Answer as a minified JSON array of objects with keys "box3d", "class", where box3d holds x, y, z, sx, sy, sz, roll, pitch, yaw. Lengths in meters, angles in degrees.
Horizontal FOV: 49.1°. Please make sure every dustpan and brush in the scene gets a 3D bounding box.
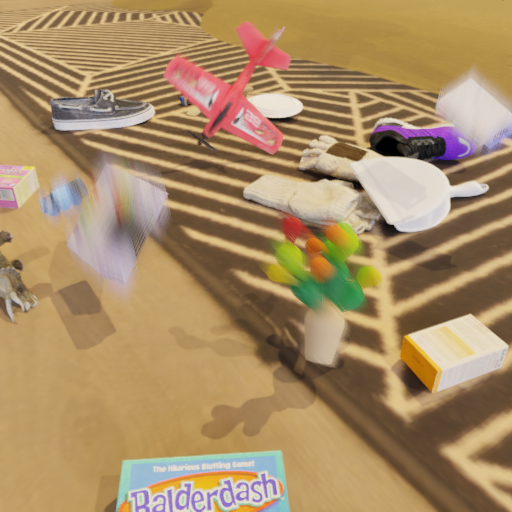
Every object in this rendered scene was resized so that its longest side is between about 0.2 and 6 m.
[{"box3d":[3.391,-1.276,10.947,2.785,0.797,1.943,-15,50,-10],"class":"dustpan and brush"}]

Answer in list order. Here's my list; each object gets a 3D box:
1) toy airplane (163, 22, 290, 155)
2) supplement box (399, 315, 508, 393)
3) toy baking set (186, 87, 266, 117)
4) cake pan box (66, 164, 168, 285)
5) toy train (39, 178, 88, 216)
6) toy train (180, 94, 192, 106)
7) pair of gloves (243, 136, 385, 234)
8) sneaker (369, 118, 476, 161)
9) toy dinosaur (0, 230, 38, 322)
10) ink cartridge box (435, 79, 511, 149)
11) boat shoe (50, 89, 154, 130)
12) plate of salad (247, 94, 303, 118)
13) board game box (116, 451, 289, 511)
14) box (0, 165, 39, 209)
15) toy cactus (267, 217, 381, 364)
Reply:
[{"box3d":[-0.427,-3.747,12.349,3.117,3.117,0.573,-7,25,-10],"class":"toy airplane"},{"box3d":[2.567,1.260,7.318,1.138,0.418,0.717,-13,36,-19],"class":"supplement box"},{"box3d":[-0.815,-4.415,15.902,2.494,0.290,1.914,-8,35,-11],"class":"toy baking set"},{"box3d":[-2.032,-0.491,8.101,0.406,1.430,1.553,23,5,-42],"class":"cake pan box"},{"box3d":[-2.895,-0.877,8.417,0.737,0.421,0.319,-34,87,-34],"class":"toy train"},{"box3d":[-2.035,-4.766,16.451,0.367,0.274,1.604,-5,33,-1],"class":"toy train"},{"box3d":[1.652,-1.553,11.401,2.740,0.565,3.222,25,42,32],"class":"pair of gloves"},{"box3d":[3.659,-2.409,12.564,2.360,0.821,1.174,11,42,23],"class":"sneaker"},{"box3d":[-4.345,0.193,8.536,2.264,0.871,1.158,8,28,6],"class":"toy dinosaur"},{"box3d":[3.679,-2.315,9.282,0.746,0.262,1.250,-34,63,-6],"class":"ink cartridge box"},{"box3d":[-3.983,-3.881,14.572,2.603,0.882,0.934,-7,35,-11],"class":"boat shoe"},{"box3d":[0.458,-4.013,15.210,1.607,0.386,1.607,1,37,-1],"class":"plate of salad"},{"box3d":[-0.461,2.807,4.947,1.648,0.487,2.167,-3,34,-4],"class":"board game box"},{"box3d":[-5.001,-1.399,11.243,0.854,0.470,0.971,4,33,5],"class":"box"},{"box3d":[0.812,0.424,6.947,1.081,1.744,2.114,7,-5,30],"class":"toy cactus"}]
